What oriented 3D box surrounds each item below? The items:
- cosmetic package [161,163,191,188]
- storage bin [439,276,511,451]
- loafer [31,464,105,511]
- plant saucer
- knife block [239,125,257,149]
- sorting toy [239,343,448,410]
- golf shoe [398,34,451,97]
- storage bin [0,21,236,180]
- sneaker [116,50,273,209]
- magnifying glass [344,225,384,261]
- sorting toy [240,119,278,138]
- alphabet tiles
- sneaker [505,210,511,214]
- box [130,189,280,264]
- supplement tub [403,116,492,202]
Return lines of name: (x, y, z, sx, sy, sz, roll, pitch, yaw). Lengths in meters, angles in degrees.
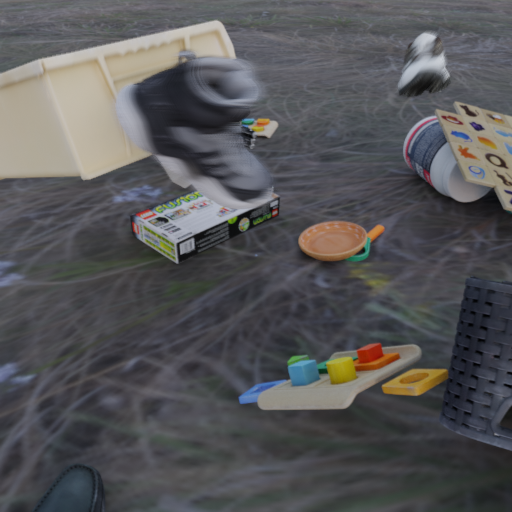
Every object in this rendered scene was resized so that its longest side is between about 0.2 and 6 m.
cosmetic package: (-1.144, -1.493, 9.088, 0.473, 0.574, 0.473, 58, 13, 16)
storage bin: (3.438, 1.171, 6.069, 2.164, 1.500, 3.200, 11, 2, 28)
loafer: (-2.026, 2.940, 5.387, 0.781, 0.807, 2.299, 3, 32, 5)
plant saucer: (1.485, -0.265, 10.860, 1.313, 0.246, 1.313, -8, 30, 5)
knife block: (-1.310, -3.286, 14.049, 2.205, 2.512, 0.804, -18, 21, 29)
sorting toy: (1.001, 1.381, 6.854, 1.625, 0.393, 2.887, -17, 0, -44)
golf shoe: (2.911, -3.382, 9.893, 0.872, 1.060, 2.244, -6, 13, 14)
storage bin: (-2.385, -2.398, 8.820, 3.259, 1.527, 3.235, 6, 29, 45)
sneaker: (-0.355, -1.504, 6.974, 1.440, 2.530, 0.955, -26, 50, 35)
magnifying glass: (2.135, -0.273, 11.098, 0.561, 0.158, 1.409, 22, 38, 32)
sorting toy: (-0.100, -3.847, 16.663, 1.302, 0.237, 1.205, 8, 33, 13)
alphabet tiles: (5.475, -2.021, 11.770, 3.175, 0.121, 3.816, 11, 44, -10)
sneaker: (5.905, -1.690, 12.702, 1.124, 1.004, 2.814, 8, 32, 38)
box: (-1.003, -0.854, 11.684, 2.810, 0.488, 1.547, -27, 41, -36)
supplement tub: (4.489, -2.264, 13.004, 1.456, 1.456, 2.075, -7, 33, -11)
